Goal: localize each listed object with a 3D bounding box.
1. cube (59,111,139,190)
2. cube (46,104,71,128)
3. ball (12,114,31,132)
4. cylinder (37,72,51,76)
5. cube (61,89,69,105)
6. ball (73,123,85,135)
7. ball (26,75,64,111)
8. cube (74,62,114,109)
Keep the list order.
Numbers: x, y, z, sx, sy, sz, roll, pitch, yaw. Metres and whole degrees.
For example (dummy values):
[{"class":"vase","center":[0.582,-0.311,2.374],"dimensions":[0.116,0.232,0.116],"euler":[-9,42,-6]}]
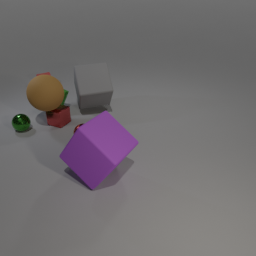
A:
[{"class":"cube","center":[-0.832,0.619,8.144],"dimensions":[1.400,1.400,1.400],"euler":[44,37,5]},{"class":"cube","center":[-2.840,-0.507,11.450],"dimensions":[0.700,0.700,0.700],"euler":[14,32,23]},{"class":"ball","center":[-4.170,-0.212,10.936],"dimensions":[0.700,0.700,0.700],"euler":[0,29,0]},{"class":"cylinder","center":[-4.460,-2.585,14.978],"dimensions":[0.700,0.700,0.700],"euler":[-15,32,-16]},{"class":"cube","center":[-3.099,-1.399,12.229],"dimensions":[0.700,0.700,0.700],"euler":[23,10,-3]},{"class":"ball","center":[-1.629,0.182,10.179],"dimensions":[0.700,0.700,0.700],"euler":[0,29,0]},{"class":"ball","center":[-3.175,-1.344,10.789],"dimensions":[1.400,1.400,1.400],"euler":[0,29,0]},{"class":"cube","center":[-1.519,-1.805,12.103],"dimensions":[1.400,1.400,1.400],"euler":[-10,73,-13]}]
